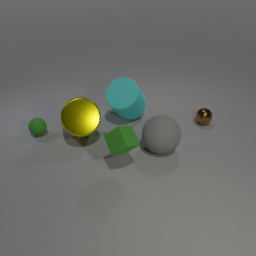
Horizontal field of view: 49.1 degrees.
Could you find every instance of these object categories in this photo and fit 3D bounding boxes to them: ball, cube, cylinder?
[{"bbox_3d":[1.194,0.227,10.022,1.400,1.400,1.400,0,31,0],"label":"ball"},{"bbox_3d":[-3.583,-0.058,11.097,0.700,0.700,0.700,0,31,0],"label":"ball"},{"bbox_3d":[3.218,-0.497,11.857,0.700,0.700,0.700,0,31,0],"label":"ball"},{"bbox_3d":[-0.189,0.390,8.787,0.700,0.700,0.700,-1,64,-56],"label":"cube"},{"bbox_3d":[-0.063,-1.212,11.839,1.400,1.400,1.400,-5,73,16],"label":"cylinder"},{"bbox_3d":[-1.824,-0.390,10.570,1.400,1.400,1.400,-9,2,-14],"label":"cylinder"}]
